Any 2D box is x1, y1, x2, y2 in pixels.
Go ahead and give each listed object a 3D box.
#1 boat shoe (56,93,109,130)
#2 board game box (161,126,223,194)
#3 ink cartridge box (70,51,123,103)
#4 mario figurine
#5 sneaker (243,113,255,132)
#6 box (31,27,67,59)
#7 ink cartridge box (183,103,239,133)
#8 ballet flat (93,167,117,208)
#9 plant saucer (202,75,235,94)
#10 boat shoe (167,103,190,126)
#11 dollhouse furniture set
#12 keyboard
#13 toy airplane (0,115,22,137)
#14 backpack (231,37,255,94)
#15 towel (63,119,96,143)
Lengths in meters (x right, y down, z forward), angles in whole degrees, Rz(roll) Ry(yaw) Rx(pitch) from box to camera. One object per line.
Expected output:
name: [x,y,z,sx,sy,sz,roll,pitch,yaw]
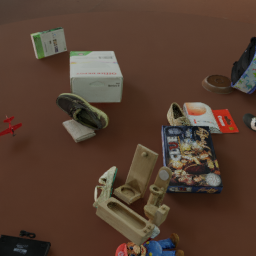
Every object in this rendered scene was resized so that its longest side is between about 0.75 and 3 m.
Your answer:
boat shoe: [-1.873,-0.653,10.906,2.359,0.863,0.764,25,25,13]
board game box: [2.048,0.973,9.414,1.716,0.438,2.533,0,47,1]
ink cartridge box: [-1.524,-2.400,12.797,2.168,1.305,2.984,-3,34,-10]
mario figurine: [0.527,3.002,6.838,1.669,0.885,1.030,-3,9,-15]
sneaker: [5.238,-0.157,10.728,0.724,0.865,1.954,-16,41,-16]
box: [-4.477,-4.864,15.989,1.872,1.351,0.340,-27,43,-29]
ink cartridge box: [3.345,-0.434,11.352,1.933,0.485,1.568,-3,40,0]
ballet flat: [-0.700,1.756,8.589,0.514,0.556,1.648,19,39,-6]
plant saucer: [4.418,-2.195,13.636,1.572,0.271,1.572,-1,40,1]
boat shoe: [2.023,-0.152,10.781,0.716,0.645,1.986,-6,48,-10]
dollhouse furniture set: [0.308,1.641,7.508,1.783,1.528,1.875,28,21,28]
keyboard: [-2.745,3.100,7.332,1.395,0.179,0.838,6,47,6]
toy airplane: [-4.378,-0.070,10.466,0.175,0.953,0.953,22,44,35]
backpack: [5.810,-2.664,12.810,1.640,2.042,2.231,27,47,3]
towel: [-1.925,0.010,10.998,0.884,0.230,1.334,-22,44,-26]
